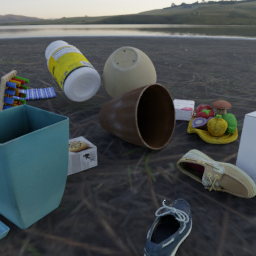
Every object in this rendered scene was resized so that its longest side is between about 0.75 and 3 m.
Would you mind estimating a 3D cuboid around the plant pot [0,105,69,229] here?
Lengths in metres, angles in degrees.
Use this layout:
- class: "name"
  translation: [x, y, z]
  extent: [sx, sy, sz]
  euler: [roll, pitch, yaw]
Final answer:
- class: "plant pot"
  translation: [-2.089, 0.800, 5.512]
  extent: [1.435, 2.032, 1.436]
  euler: [16, 27, 33]

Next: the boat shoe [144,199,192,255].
- class: "boat shoe"
  translation: [0.772, 1.765, 5.160]
  extent: [0.633, 0.523, 1.690]
  euler: [14, 27, 30]

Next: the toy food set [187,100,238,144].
- class: "toy food set"
  translation: [3.002, -0.420, 9.832]
  extent: [1.645, 0.914, 2.797]
  euler: [6, 24, 14]

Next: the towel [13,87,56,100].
- class: "towel"
  translation: [-4.621, -1.694, 13.743]
  extent: [2.019, 0.241, 1.462]
  euler: [-8, 25, -18]

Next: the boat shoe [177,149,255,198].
- class: "boat shoe"
  translation: [1.975, 1.143, 6.539]
  extent: [0.655, 0.731, 1.975]
  euler: [-25, 28, -28]

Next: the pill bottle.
- class: "pill bottle"
  translation: [-2.629, -2.700, 12.786]
  extent: [1.686, 1.686, 2.998]
  euler: [-15, 49, -31]

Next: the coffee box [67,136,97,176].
- class: "coffee box"
  translation: [-1.675, 0.795, 7.354]
  extent: [1.510, 0.603, 0.854]
  euler: [-15, 27, -32]

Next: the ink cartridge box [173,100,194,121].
- class: "ink cartridge box"
  translation: [2.157, -0.730, 11.123]
  extent: [0.847, 0.493, 1.163]
  euler: [6, 25, 15]

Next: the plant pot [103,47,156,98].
- class: "plant pot"
  translation: [-0.023, -2.589, 12.322]
  extent: [2.463, 1.653, 2.463]
  euler: [-3, 67, 7]

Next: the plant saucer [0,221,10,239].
- class: "plant saucer"
  translation: [-3.123, 1.810, 5.525]
  extent: [1.891, 0.179, 0.661]
  euler: [18, 29, 35]

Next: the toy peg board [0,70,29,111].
- class: "toy peg board"
  translation: [-4.736, -1.455, 11.717]
  extent: [0.751, 1.535, 1.529]
  euler: [13, 21, -9]

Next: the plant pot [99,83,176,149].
- class: "plant pot"
  translation: [0.116, -0.345, 8.867]
  extent: [2.063, 1.928, 1.928]
  euler: [1, 18, 43]

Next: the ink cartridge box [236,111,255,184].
- class: "ink cartridge box"
  translation: [3.825, 0.359, 6.854]
  extent: [2.440, 1.791, 1.011]
  euler: [-15, 28, -33]
